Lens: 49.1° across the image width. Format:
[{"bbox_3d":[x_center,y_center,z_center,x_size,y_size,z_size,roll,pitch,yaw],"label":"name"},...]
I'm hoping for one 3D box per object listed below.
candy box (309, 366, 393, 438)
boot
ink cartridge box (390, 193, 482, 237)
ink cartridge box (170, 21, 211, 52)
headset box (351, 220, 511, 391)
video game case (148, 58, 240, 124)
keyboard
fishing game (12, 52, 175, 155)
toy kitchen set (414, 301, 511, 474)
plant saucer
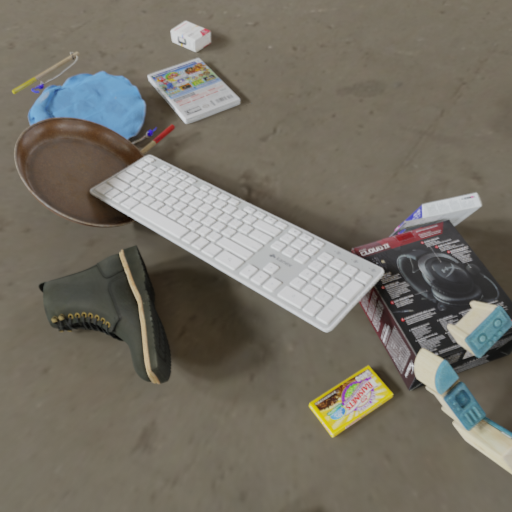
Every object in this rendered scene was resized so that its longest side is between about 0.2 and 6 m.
[{"bbox_3d":[1.333,2.027,7.864,1.079,0.143,0.552,-27,59,-20],"label":"candy box"},{"bbox_3d":[-2.274,1.059,8.281,1.685,0.944,2.437,-19,44,-6],"label":"boot"},{"bbox_3d":[2.800,-0.586,9.216,1.311,1.287,0.284,-10,76,-9],"label":"ink cartridge box"},{"bbox_3d":[-1.574,-5.309,13.554,0.795,0.340,0.587,30,57,24],"label":"ink cartridge box"},{"bbox_3d":[2.579,0.587,8.511,1.755,0.911,2.358,-17,53,-12],"label":"headset box"},{"bbox_3d":[-1.395,-3.679,12.375,1.337,0.168,1.868,-26,56,-19],"label":"video game case"},{"bbox_3d":[-0.542,-0.436,8.894,5.094,0.272,1.434,29,46,30],"label":"keyboard"},{"bbox_3d":[-3.425,-2.834,11.500,3.310,0.515,2.371,36,66,17],"label":"fishing game"},{"bbox_3d":[2.964,1.595,6.960,1.277,1.594,0.939,-42,20,-7],"label":"toy kitchen set"},{"bbox_3d":[-2.977,-1.420,9.871,2.481,0.398,2.481,21,46,-23],"label":"plant saucer"}]
